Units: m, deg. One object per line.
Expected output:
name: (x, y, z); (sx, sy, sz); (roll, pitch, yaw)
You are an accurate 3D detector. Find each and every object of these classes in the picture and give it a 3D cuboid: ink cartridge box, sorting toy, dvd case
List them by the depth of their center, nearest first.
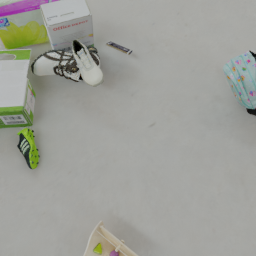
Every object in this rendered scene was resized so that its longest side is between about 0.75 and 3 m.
sorting toy: (-0.576, 3.616, 7.416); (1.615, 0.863, 1.454); (34, 52, 17)
ink cartridge box: (-4.530, -1.484, 10.270); (2.108, 1.081, 2.853); (-3, 60, -1)
ink cartridge box: (-2.239, -3.749, 10.726); (1.656, 2.279, 0.997); (-19, 77, -10)
dvd case: (-0.327, -3.153, 11.042); (0.983, 0.079, 0.731); (23, 25, 0)

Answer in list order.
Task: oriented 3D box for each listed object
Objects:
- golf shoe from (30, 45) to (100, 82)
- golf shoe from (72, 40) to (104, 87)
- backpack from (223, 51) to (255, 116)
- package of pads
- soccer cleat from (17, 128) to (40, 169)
golf shoe: (-2.362, -2.345, 10.769); (2.674, 1.040, 1.263); (-16, 65, -6)
golf shoe: (-1.507, -2.271, 9.784); (0.741, 0.920, 1.892); (-32, 67, 0)
backpack: (4.211, -1.533, 9.615); (1.338, 1.764, 2.114); (-28, 96, 14)
package of pads: (-3.917, -4.420, 11.240); (2.852, 2.203, 0.973); (-16, 58, -7)
soccer cleat: (-3.391, 0.731, 9.445); (0.612, 0.510, 1.511); (-25, 66, 16)
